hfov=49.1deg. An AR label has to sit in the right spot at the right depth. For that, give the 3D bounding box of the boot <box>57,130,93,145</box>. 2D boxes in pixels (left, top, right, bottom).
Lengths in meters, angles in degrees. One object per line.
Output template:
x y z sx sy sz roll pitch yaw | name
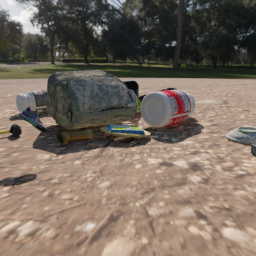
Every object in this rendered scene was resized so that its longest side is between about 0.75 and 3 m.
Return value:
-1.589 0.244 8.608 1.046 0.346 0.916 -5 14 -25 | boot

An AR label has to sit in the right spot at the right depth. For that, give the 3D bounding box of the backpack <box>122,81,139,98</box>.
-0.270 -1.777 15.096 1.663 1.462 1.275 -1 -4 -2 | backpack

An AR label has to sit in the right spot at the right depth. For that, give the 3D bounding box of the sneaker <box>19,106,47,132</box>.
-2.291 -0.241 6.964 0.850 0.316 0.372 34 67 13 | sneaker

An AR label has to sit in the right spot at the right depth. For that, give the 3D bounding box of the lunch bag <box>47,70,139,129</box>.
-1.356 -0.984 10.679 2.878 2.006 2.414 -10 32 -35 | lunch bag

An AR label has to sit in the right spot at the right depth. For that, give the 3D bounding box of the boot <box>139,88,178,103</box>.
2.189 -1.421 14.135 2.970 1.117 2.220 9 16 37 | boot

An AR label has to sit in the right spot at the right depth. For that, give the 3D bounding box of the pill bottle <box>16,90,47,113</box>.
-4.397 -1.298 13.735 1.876 1.092 1.092 -11 17 -39 | pill bottle

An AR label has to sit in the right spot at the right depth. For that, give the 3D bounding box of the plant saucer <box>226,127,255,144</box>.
3.808 0.192 8.848 1.342 0.337 1.342 0 12 0 | plant saucer

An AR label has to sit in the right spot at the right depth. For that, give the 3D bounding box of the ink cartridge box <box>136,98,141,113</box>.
-0.097 -1.225 13.249 1.113 0.570 1.505 3 -11 16 | ink cartridge box

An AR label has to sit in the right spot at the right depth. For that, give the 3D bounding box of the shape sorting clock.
-0.081 0.127 9.132 1.631 0.320 1.631 2 8 0 | shape sorting clock

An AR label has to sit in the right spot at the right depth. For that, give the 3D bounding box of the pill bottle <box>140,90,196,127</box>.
1.688 -0.833 11.112 1.329 1.329 2.368 11 16 39 | pill bottle

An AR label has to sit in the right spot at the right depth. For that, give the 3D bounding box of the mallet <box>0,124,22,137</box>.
-4.239 0.211 8.989 1.618 0.333 0.533 -15 23 -33 | mallet

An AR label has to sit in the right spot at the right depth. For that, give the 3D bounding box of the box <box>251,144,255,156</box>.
3.789 0.648 6.974 0.863 0.263 1.090 -4 13 -16 | box
